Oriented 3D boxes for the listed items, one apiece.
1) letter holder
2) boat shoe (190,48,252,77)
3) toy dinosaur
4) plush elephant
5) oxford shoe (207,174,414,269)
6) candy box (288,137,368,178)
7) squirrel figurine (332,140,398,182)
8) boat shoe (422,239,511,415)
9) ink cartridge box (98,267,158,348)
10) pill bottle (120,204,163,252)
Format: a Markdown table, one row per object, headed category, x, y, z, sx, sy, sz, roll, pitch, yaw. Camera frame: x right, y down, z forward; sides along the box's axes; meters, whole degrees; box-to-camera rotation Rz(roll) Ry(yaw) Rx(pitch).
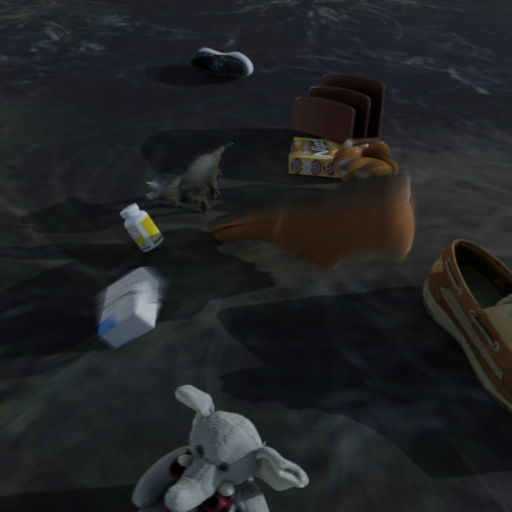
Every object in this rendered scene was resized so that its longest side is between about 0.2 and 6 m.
| category | x | y | z | sx | sy | sz | roll | pitch | yaw |
| --- | --- | --- | --- | --- | --- | --- | --- | --- | --- |
| letter holder | 1.625 | -3.011 | 11.250 | 0.860 | 1.216 | 1.711 | -13 | 27 | -36 |
| boat shoe | -0.955 | -4.946 | 14.515 | 1.855 | 0.649 | 0.615 | 27 | 58 | 28 |
| toy dinosaur | -0.943 | -1.296 | 9.523 | 1.757 | 0.898 | 0.676 | -40 | 68 | -5 |
| plush elephant | -0.401 | 2.095 | 5.134 | 1.542 | 1.450 | 1.872 | 22 | 44 | 25 |
| oxford shoe | 0.653 | -0.348 | 8.235 | 3.368 | 1.200 | 1.201 | -2 | 21 | 38 |
| candy box | 1.409 | -1.898 | 10.876 | 1.477 | 0.408 | 0.852 | 7 | 37 | 7 |
| squirrel figurine | 1.935 | -1.618 | 10.039 | 1.106 | 0.783 | 1.032 | -28 | 55 | -29 |
| boat shoe | 3.150 | 0.911 | 6.849 | 1.154 | 1.126 | 3.050 | -16 | 42 | -19 |
| ink cartridge box | -1.697 | 0.681 | 7.514 | 0.659 | 0.381 | 0.903 | -30 | 36 | 18 |
| pill bottle | -1.812 | -0.449 | 8.808 | 0.399 | 0.713 | 0.399 | -28 | 20 | 11 |
